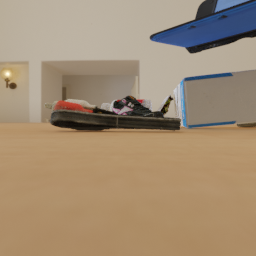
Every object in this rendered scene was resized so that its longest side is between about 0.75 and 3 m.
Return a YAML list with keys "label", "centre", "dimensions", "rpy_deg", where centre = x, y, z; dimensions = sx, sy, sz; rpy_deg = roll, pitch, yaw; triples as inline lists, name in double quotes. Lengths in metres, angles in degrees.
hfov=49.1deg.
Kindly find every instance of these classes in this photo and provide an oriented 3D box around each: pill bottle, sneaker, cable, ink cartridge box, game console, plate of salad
- label: "pill bottle"
  centre: [-0.037, -0.471, 8.886]
  dimensions: [1.547, 0.868, 0.868]
  rpy_deg: [0, 1, 10]
- label: "sneaker"
  centre: [0.107, -0.445, 7.559]
  dimensions: [0.826, 0.888, 2.056]
  rpy_deg: [-3, 3, -40]
- label: "cable"
  centre: [-0.340, -0.263, 4.831]
  dimensions: [2.410, 0.607, 1.171]
  rpy_deg: [-1, -5, 21]
- label: "ink cartridge box"
  centre: [2.469, -0.741, 7.807]
  dimensions: [2.168, 1.252, 2.969]
  rpy_deg: [-6, 3, 5]
- label: "game console"
  centre: [2.329, -2.837, 6.305]
  dimensions: [2.958, 2.525, 1.750]
  rpy_deg: [-2, -27, 45]
- label: "plate of salad"
  centre: [1.157, -0.557, 9.209]
  dimensions: [0.298, 1.240, 1.240]
  rpy_deg: [31, 6, 8]

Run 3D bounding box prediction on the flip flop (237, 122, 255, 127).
- label: "flip flop"
  centre: [4.002, -0.267, 8.032]
  dimensions: [1.698, 0.489, 0.688]
  rpy_deg: [-1, -2, 37]
